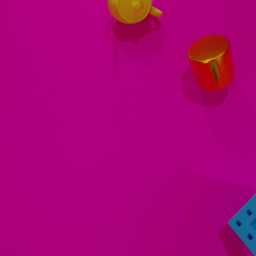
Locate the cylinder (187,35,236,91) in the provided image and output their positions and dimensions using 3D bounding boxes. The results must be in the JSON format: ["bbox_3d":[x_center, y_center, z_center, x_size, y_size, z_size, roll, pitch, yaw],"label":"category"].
[{"bbox_3d":[2.019,-1.553,6.728,0.963,0.963,0.963,-16,47,18],"label":"cylinder"}]

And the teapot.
[{"bbox_3d":[0.045,-3.171,6.990,1.876,0.919,1.167,11,124,-27],"label":"teapot"}]

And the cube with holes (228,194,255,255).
[{"bbox_3d":[3.043,2.108,5.964,1.016,1.016,1.016,-55,42,18],"label":"cube with holes"}]
